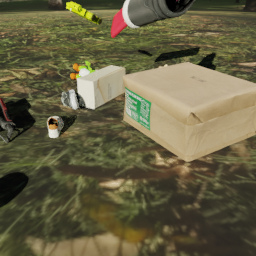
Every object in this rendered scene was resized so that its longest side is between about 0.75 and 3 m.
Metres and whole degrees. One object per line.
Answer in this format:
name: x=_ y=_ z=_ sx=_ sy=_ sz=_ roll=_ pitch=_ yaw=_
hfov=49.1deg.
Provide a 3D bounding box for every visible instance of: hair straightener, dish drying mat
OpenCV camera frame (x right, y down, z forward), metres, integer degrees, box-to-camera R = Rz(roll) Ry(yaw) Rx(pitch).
hair straightener: x=-3.907 y=-0.201 z=8.112 sx=0.977 sy=0.519 sz=2.538 roll=-16 pitch=36 yaw=-27
dish drying mat: x=0.270 y=-3.670 z=8.495 sx=0.225 sy=0.950 sz=2.473 roll=25 pitch=-26 yaw=-31

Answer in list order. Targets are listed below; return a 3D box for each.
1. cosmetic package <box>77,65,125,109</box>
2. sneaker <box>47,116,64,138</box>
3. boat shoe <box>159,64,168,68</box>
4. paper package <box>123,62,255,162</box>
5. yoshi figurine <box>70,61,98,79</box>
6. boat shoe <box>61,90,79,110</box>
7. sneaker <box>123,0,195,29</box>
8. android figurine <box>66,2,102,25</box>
cosmetic package: x=-0.885 y=-1.489 z=9.893 sx=0.707 sy=1.001 sz=1.933 roll=16 pitch=32 yaw=27
sneaker: x=-2.053 y=-0.175 z=7.941 sx=0.406 sy=0.472 sz=1.115 roll=-7 pitch=27 yaw=-9
boat shoe: x=1.857 y=-2.905 z=13.391 sx=0.803 sy=0.278 sz=0.296 roll=8 pitch=29 yaw=16
paper package: x=1.655 y=-0.639 z=7.716 sx=2.748 sy=1.491 sz=2.883 roll=-16 pitch=33 yaw=-29
yoshi figurine: x=-1.687 y=-2.255 z=11.667 sx=1.540 sy=0.866 sz=0.862 roll=15 pitch=47 yaw=22
boat shoe: x=-1.977 y=-0.913 z=9.416 sx=0.533 sy=0.542 sz=1.503 roll=-16 pitch=20 yaw=-10
sneaker: x=0.853 y=-2.521 z=4.629 sx=1.044 sy=0.744 sz=2.104 roll=20 pitch=73 yaw=48
android figurine: x=-1.527 y=-3.908 z=9.486 sx=1.330 sy=0.273 sz=1.211 roll=34 pitch=15 yaw=24
